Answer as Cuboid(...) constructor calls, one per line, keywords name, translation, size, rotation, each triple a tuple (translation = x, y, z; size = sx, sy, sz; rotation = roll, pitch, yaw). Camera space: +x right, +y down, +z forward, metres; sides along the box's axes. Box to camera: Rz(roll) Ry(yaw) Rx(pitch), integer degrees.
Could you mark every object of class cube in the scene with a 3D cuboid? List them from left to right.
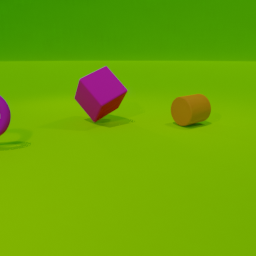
Cuboid(name="cube", translation=(-0.850, -1.028, 8.584), size=(1.058, 1.058, 1.058), rotation=(-34, -11, -31))

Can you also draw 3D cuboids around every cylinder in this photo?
Cuboid(name="cylinder", translation=(1.902, -0.560, 8.502), size=(0.873, 0.873, 0.873), rotation=(-12, 19, -33))

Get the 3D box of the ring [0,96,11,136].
Cuboid(name="ring", translation=(-3.114, -0.280, 6.093), size=(1.107, 1.107, 0.221), rotation=(0, 9, -1))
